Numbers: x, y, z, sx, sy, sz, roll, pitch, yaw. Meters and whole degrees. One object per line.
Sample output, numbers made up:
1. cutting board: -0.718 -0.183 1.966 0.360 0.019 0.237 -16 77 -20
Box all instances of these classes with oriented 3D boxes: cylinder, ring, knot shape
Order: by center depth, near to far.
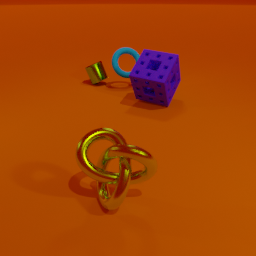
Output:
1. knot shape: -0.270 0.793 5.022 1.458 1.365 0.674 20 16 18
2. ring: -0.040 -2.557 10.988 1.227 1.227 0.245 -8 -2 -16
3. cylinder: -1.312 -2.321 11.736 0.749 0.749 0.749 -22 15 6

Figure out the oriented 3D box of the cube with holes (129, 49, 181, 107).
1. cube with holes: 0.949 -1.688 9.447 1.230 1.230 1.230 17 63 23
